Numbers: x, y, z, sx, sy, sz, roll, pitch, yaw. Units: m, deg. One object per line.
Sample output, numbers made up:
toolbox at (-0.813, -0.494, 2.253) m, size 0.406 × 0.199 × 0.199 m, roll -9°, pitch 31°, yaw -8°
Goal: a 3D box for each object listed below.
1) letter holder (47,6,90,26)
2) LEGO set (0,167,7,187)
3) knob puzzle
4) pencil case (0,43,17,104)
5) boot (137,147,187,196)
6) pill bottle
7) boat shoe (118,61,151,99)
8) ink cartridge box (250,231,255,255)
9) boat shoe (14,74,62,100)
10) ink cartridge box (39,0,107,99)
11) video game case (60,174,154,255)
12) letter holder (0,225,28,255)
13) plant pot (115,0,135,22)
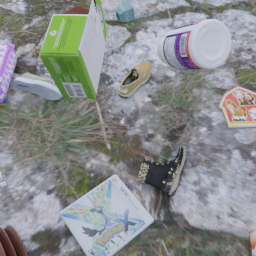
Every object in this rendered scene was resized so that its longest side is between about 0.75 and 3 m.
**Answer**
letter holder at (-2.559, -4.720, 13.198) m, size 1.469 × 1.040 × 2.067 m, roll 33°, pitch 60°, yaw 24°
LEGO set at (-4.626, 1.045, 9.073) m, size 0.745 × 0.801 × 1.953 m, roll -24°, pitch 57°, yaw -16°
knob puzzle at (4.538, -0.902, 10.817) m, size 2.234 × 0.310 × 2.234 m, roll 0°, pitch 53°, yaw 0°
pencil case at (-5.199, -2.234, 11.248) m, size 1.112 × 1.132 × 2.649 m, roll 20°, pitch 46°, yaw -29°
boot at (1.127, 1.223, 9.074) m, size 1.307 × 0.635 × 1.736 m, roll 16°, pitch 61°, yaw 11°
pill bottle at (1.683, -2.241, 7.800) m, size 1.207 × 1.207 × 2.166 m, roll -22°, pitch 19°, yaw -16°
boat shoe at (0.348, -2.133, 11.402) m, size 0.771 × 0.820 × 2.153 m, roll 23°, pitch 57°, yaw 16°
ink cartridge box at (3.562, 3.108, 7.479) m, size 0.230 × 0.917 × 0.744 m, roll 6°, pitch 54°, yaw 4°
boat shoe at (-3.504, -1.740, 11.159) m, size 2.209 × 0.795 × 0.685 m, roll 18°, pitch 53°, yaw 16°
ink cartridge box at (-1.320, -2.376, 7.703) m, size 0.984 × 1.920 × 2.598 m, roll 3°, pitch 64°, yaw 8°
video game case at (-0.631, 2.622, 8.260) m, size 2.094 × 0.230 × 1.909 m, roll -32°, pitch 60°, yaw -22°
letter holder at (-3.369, 3.306, 7.464) m, size 1.025 × 0.725 × 1.443 m, roll -29°, pitch 59°, yaw -22°
plant pot at (-0.191, -5.823, 14.211) m, size 0.775 × 0.761 × 0.759 m, roll -29°, pitch 59°, yaw -11°
